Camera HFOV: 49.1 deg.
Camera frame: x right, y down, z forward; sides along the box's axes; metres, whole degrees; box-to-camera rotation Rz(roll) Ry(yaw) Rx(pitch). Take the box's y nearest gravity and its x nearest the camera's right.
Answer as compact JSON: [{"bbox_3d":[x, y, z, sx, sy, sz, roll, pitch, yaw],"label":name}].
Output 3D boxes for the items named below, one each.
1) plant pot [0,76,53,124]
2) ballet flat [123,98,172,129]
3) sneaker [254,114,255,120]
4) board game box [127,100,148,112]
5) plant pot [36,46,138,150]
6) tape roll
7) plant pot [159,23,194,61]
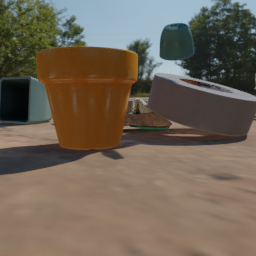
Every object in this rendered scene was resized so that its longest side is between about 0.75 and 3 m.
[{"bbox_3d":[-3.654,-0.987,10.687,1.652,1.656,1.687,3,1,29],"label":"plant pot"},{"bbox_3d":[-0.001,-0.395,7.974,2.750,0.925,0.936,-2,6,-18],"label":"ballet flat"},{"bbox_3d":[5.086,-0.572,11.757,1.185,0.473,0.771,5,9,42],"label":"sneaker"},{"bbox_3d":[0.135,-0.719,11.421,1.348,0.819,1.691,4,8,35],"label":"board game box"},{"bbox_3d":[-0.744,-0.531,5.432,1.895,1.735,1.895,-1,6,0],"label":"plant pot"},{"bbox_3d":[1.960,-0.718,7.530,2.790,0.922,2.790,12,17,-4],"label":"tape roll"},{"bbox_3d":[1.201,-2.189,6.987,0.891,0.715,0.891,-6,34,4],"label":"plant pot"}]
